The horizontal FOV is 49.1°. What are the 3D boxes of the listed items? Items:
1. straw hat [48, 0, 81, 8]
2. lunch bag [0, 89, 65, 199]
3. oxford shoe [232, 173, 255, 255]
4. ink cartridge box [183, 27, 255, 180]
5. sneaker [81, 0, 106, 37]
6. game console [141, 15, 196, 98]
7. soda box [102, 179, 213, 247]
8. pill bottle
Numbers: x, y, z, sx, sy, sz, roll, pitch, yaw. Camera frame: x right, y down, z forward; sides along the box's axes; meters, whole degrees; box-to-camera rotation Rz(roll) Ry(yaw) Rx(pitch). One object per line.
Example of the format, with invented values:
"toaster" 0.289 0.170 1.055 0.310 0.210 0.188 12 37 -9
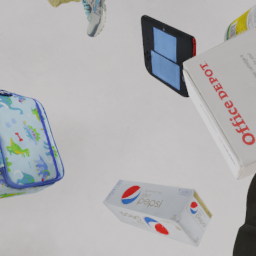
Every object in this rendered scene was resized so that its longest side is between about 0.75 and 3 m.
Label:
"straw hat" -1.563 -3.436 6.581 2.472 2.472 1.046 -15 100 -9
"lunch bag" -1.828 0.243 4.695 0.704 1.373 1.708 -27 73 21
"oxford shoe" 2.653 1.410 4.852 0.907 0.908 2.545 25 85 -18
"ink cartridge box" 2.112 -0.545 3.778 2.258 0.952 1.648 -25 65 7
"sneaker" -0.813 -2.725 6.126 0.607 1.406 0.546 -6 32 -34
"game console" 0.900 -1.632 6.459 0.273 1.557 1.761 -33 48 -16
"soda box" 0.428 1.396 4.895 0.662 1.944 0.619 52 59 -23
"pill bottle" 2.964 -2.116 5.697 1.099 1.948 1.099 2 83 -15
